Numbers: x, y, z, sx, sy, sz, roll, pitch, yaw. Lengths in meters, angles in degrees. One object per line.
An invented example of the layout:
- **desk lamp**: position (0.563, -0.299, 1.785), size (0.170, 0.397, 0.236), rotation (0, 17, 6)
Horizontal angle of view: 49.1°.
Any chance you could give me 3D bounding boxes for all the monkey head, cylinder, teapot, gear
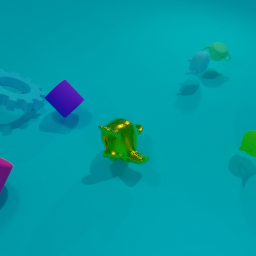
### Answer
- **monkey head**: position (-0.034, 0.318, 7.076), size (1.304, 1.092, 1.812), rotation (14, 10, 31)
- **cylinder**: position (-3.315, 1.134, 6.156), size (1.132, 1.132, 1.132), rotation (21, 81, 18)
- **teapot**: position (2.312, -2.133, 9.331), size (0.670, 0.851, 1.369), rotation (24, 61, 15)
- **cylinder**: position (-1.842, -0.848, 8.180), size (0.820, 0.820, 0.820), rotation (47, 53, -11)
- **teapot**: position (3.195, 0.429, 7.024), size (0.722, 1.161, 0.568), rotation (47, 71, -5)
- **gear**: position (-3.498, -1.159, 8.499), size (1.914, 0.354, 1.914), rotation (23, 25, -12)
- **teapot**: position (3.137, -2.683, 9.945), size (1.125, 0.551, 0.699), rotation (25, 58, 4)
